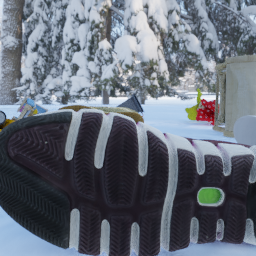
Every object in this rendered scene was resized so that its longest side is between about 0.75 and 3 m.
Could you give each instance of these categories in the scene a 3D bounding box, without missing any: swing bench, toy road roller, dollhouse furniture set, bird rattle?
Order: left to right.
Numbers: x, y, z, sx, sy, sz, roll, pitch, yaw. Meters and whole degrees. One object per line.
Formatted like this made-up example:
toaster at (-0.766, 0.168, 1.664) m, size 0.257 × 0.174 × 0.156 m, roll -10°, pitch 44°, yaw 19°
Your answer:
toy road roller at (-2.998, 0.135, 6.563) m, size 0.716 × 0.850 × 1.165 m, roll 7°, pitch -28°, yaw 50°
dollhouse furniture set at (-3.229, -0.261, 9.180) m, size 0.855 × 1.236 × 1.310 m, roll 32°, pitch 6°, yaw -26°
bird rattle at (3.782, -0.813, 12.170) m, size 2.195 × 1.516 × 2.692 m, roll 15°, pitch 5°, yaw -14°
swing bench at (3.401, -0.889, 8.242) m, size 1.441 × 2.210 × 2.222 m, roll 1°, pitch 5°, yaw 9°

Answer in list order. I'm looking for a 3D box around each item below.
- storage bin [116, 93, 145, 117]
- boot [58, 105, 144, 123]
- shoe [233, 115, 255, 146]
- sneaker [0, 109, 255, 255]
storage bin at (0.124, -0.997, 14.848) m, size 1.233 × 1.336 × 1.835 m, roll -27°, pitch 4°, yaw 5°
boot at (-0.739, -0.256, 8.431) m, size 2.474 × 0.901 × 1.923 m, roll 2°, pitch 6°, yaw 3°
shoe at (2.930, 0.223, 5.040) m, size 0.939 × 0.737 × 2.064 m, roll -1°, pitch 11°, yaw -21°
sneaker at (0.245, 0.442, 2.552) m, size 2.546 × 0.963 × 1.471 m, roll 10°, pitch 0°, yaw -6°
